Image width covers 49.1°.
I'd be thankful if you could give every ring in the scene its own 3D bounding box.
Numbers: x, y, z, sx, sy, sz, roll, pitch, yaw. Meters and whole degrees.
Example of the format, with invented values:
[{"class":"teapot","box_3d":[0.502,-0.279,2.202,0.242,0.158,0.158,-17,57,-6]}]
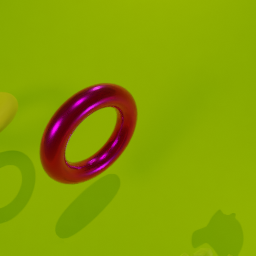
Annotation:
[{"class":"ring","box_3d":[-0.560,0.131,4.512,0.369,1.847,1.847,38,80,31]},{"class":"ring","box_3d":[-2.711,-0.086,4.895,1.668,1.668,0.334,-27,123,-5]}]

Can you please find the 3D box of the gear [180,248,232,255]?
[{"class":"gear","box_3d":[1.044,2.264,3.450,1.413,0.261,1.413,-3,85,36]}]
